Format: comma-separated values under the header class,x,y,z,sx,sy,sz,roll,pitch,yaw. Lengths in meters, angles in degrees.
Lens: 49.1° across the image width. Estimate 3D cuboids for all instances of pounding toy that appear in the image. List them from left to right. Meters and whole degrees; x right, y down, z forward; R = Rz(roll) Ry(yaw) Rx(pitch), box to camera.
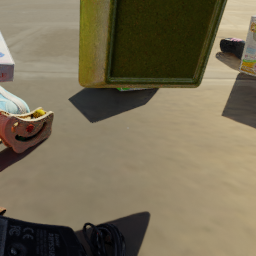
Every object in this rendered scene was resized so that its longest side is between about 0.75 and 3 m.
class,x,y,z,sx,sy,sz,roll,pitch,yaw
pounding toy,-2.886,-0.074,7.017,1.057,1.053,1.842,21,36,30

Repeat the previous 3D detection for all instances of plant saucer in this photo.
class,x,y,z,sx,sy,sz,roll,pitch,yaw
plant saucer,0.551,-1.844,5.253,2.853,2.857,0.684,-2,39,-14

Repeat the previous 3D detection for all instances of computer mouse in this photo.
class,x,y,z,sx,sy,sz,roll,pitch,yaw
computer mouse,-1.265,1.922,3.599,2.821,0.744,1.953,20,21,-21

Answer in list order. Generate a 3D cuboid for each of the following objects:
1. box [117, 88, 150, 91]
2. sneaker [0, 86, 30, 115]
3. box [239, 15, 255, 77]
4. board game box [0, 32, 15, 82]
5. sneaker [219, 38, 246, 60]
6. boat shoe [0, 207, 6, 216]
class,x,y,z,sx,sy,sz,roll,pitch,yaw
box,0.029,-2.209,10.455,1.756,0.962,1.990,-10,31,-32
sneaker,-4.054,-0.535,7.941,2.282,0.907,1.490,20,35,31
box,5.452,-3.229,11.098,1.133,2.236,1.258,-24,40,-34
board game box,-2.996,-1.398,4.379,1.888,0.388,1.883,-10,53,-33
sneaker,5.569,-3.914,13.552,1.039,0.889,2.533,-13,34,-14
boat shoe,-2.415,1.676,4.880,0.281,0.281,0.780,8,28,10
